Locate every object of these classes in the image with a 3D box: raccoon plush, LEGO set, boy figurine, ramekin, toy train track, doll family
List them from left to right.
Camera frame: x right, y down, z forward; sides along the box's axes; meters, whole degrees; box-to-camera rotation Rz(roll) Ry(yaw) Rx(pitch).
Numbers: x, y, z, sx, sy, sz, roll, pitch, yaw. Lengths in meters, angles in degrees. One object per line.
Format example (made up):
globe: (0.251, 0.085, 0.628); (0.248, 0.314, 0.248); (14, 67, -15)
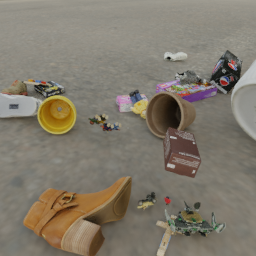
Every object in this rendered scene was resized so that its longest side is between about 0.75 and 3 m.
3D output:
doll family: (-0.731, -0.129, 8.931); (1.103, 0.637, 0.433); (36, 57, -15)
boy figurine: (0.427, -0.803, 10.294); (0.731, 0.379, 1.176); (-22, 68, -4)
toy train track: (0.835, 2.215, 5.884); (0.627, 0.178, 1.092); (12, 34, 20)
LEGO set: (1.123, 1.971, 6.072); (1.245, 0.543, 1.917); (-4, 12, -36)
raccoon plush: (2.691, -2.030, 11.769); (1.104, 0.534, 0.740); (14, 42, 20)
ramekin: (4.335, -0.688, 7.897); (1.494, 2.846, 2.846); (-38, 45, -19)

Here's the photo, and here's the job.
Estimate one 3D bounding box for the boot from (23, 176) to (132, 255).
boot: (-1.018, 1.643, 6.250); (1.746, 0.832, 2.257); (11, 30, 25)

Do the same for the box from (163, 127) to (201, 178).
box: (1.197, 0.521, 6.424); (0.672, 0.503, 1.342); (15, 26, -3)

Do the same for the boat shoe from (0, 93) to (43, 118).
boat shoe: (-4.072, -0.822, 10.288); (2.507, 0.902, 0.824); (0, -2, 25)

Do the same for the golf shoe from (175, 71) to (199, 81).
golf shoe: (2.796, -2.384, 13.097); (1.219, 0.561, 0.442); (-7, 32, -14)

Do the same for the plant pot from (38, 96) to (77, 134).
plant pot: (-2.365, -0.532, 9.546); (1.233, 1.233, 1.160); (-4, 16, -7)

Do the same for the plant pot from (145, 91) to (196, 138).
plant pot: (1.559, -0.464, 9.272); (1.324, 1.518, 1.518); (-7, 28, -44)

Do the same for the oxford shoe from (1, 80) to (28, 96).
oxford shoe: (-4.564, -1.599, 11.202); (0.614, 0.652, 1.743); (5, 10, -1)

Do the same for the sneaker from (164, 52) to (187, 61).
sneaker: (2.688, -3.988, 15.887); (1.320, 0.496, 0.535); (4, 41, 18)

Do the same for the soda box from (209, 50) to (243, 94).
soda box: (4.537, -2.642, 12.877); (0.995, 0.890, 2.811); (36, 36, 0)

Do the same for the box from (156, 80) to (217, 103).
box: (2.481, -1.612, 11.933); (2.148, 0.420, 1.470); (-17, 35, -25)

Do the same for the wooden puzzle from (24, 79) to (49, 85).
wooden puzzle: (-3.900, -1.951, 11.951); (0.761, 0.190, 0.822); (9, 10, 14)

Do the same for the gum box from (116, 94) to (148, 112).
gum box: (0.147, -0.980, 10.926); (1.178, 0.390, 0.669); (-6, 33, -9)

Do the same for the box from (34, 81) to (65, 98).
box: (-3.425, -1.709, 12.247); (0.913, 0.278, 1.133); (-22, 37, -37)
